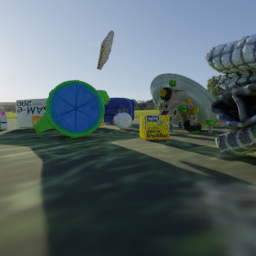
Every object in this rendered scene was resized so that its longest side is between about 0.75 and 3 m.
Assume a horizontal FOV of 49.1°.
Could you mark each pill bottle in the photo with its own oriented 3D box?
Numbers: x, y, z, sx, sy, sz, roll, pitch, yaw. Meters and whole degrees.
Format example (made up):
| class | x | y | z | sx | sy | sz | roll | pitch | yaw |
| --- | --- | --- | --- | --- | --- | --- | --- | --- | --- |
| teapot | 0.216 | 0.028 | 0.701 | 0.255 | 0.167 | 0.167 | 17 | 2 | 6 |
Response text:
| class | x | y | z | sx | sy | sz | roll | pitch | yaw |
| --- | --- | --- | --- | --- | --- | --- | --- | --- | --- |
| pill bottle | -0.165 | -0.243 | 9.633 | 0.571 | 0.571 | 1.016 | 0 | 3 | -11 |

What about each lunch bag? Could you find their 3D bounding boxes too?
| class | x | y | z | sx | sy | sz | roll | pitch | yaw |
| --- | --- | --- | --- | --- | --- | --- | --- | --- | --- |
| lunch bag | -0.844 | -1.096 | 17.431 | 2.376 | 1.614 | 1.572 | 1 | 2 | 14 |

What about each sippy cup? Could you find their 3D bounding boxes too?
| class | x | y | z | sx | sy | sz | roll | pitch | yaw |
| --- | --- | --- | --- | --- | --- | --- | --- | --- | --- |
| sippy cup | -1.170 | -0.313 | 5.954 | 1.502 | 1.180 | 1.101 | 9 | -11 | -16 |

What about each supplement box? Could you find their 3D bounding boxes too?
| class | x | y | z | sx | sy | sz | roll | pitch | yaw |
| --- | --- | --- | --- | --- | --- | --- | --- | --- | --- |
| supplement box | -2.463 | -0.544 | 10.598 | 1.813 | 1.057 | 2.876 | 0 | 3 | 30 |
| supplement box | 0.495 | -0.020 | 5.451 | 0.451 | 0.454 | 0.828 | -1 | 2 | -5 |

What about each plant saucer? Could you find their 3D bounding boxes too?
| class | x | y | z | sx | sy | sz | roll | pitch | yaw |
| --- | --- | --- | --- | --- | --- | --- | --- | --- | --- |
| plant saucer | 1.621 | -0.626 | 8.721 | 2.417 | 0.607 | 2.417 | 31 | -23 | 14 |

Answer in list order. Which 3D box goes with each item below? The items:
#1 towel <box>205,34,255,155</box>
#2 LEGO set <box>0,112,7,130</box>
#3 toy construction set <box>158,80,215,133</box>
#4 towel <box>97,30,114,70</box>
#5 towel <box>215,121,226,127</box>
| class | x | y | z | sx | sy | sz | roll | pitch | yaw |
| --- | --- | --- | --- | --- | --- | --- | --- | --- | --- |
| towel | 2.432 | -0.233 | 2.530 | 2.791 | 1.194 | 2.311 | 1 | 3 | -21 |
| LEGO set | -4.642 | -0.373 | 9.748 | 0.751 | 0.808 | 1.968 | -2 | 3 | -27 |
| toy construction set | 1.297 | -0.577 | 7.776 | 1.499 | 1.381 | 1.798 | 0 | 2 | -13 |
| towel | -1.055 | -3.596 | 13.159 | 0.292 | 1.122 | 1.693 | 23 | -38 | 2 |
| towel | 3.607 | -0.653 | 12.793 | 1.890 | 0.492 | 2.852 | 4 | 18 | 20 |
